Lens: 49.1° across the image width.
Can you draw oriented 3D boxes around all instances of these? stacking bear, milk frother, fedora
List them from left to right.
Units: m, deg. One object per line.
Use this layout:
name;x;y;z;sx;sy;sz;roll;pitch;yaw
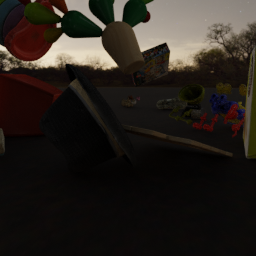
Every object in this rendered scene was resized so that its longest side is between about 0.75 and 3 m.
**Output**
stacking bear;-3.339;-2.994;7.399;2.617;1.589;1.488;33;-8;11
fedora;-0.815;0.028;4.742;1.050;2.299;2.299;-33;17;-9
milk frother;2.467;-0.540;10.725;0.722;0.693;0.768;7;56;37

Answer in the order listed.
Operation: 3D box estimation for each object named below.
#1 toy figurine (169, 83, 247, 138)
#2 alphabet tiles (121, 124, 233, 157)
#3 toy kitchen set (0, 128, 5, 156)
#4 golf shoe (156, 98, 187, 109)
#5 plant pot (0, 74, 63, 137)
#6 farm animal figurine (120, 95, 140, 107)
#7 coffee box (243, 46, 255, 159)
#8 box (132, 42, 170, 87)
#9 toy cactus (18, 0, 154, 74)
toy figurine;3.004;-0.365;8.945;1.757;1.547;2.933;28;-5;-35
alphabet tiles;0.603;0.179;5.273;2.026;0.091;2.423;12;-3;38
toy kitchen set;-3.175;0.225;6.121;1.014;1.378;1.721;-7;48;-17
golf shoe;2.208;-1.242;14.283;1.548;0.606;0.753;1;4;-2
plant pot;-2.695;-0.566;7.985;1.456;1.652;1.650;13;11;2
farm animal figurine;0.159;-1.378;15.324;0.877;0.546;1.086;-24;22;-20
coffee box;3.605;-0.553;5.751;2.156;2.153;2.132;4;11;21
box;0.765;-2.167;9.875;1.338;0.369;1.960;-21;-12;1
toy cactus;-0.499;-2.069;5.493;2.869;2.367;1.467;-18;-16;-34
